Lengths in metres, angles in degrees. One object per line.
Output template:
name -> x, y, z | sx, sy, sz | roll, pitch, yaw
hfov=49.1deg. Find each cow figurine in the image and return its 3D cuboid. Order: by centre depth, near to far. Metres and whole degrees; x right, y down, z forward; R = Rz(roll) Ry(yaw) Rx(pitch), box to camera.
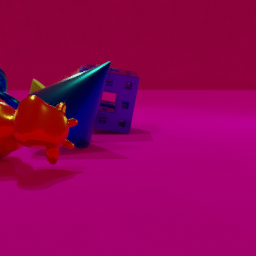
cow figurine -> -1.681, 0.061, 4.082 | 1.669, 0.931, 1.696 | 12, -22, -21

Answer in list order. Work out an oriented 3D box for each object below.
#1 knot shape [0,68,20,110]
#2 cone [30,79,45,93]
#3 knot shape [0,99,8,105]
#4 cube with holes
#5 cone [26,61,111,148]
knot shape -> -4.225, -0.843, 8.210 | 1.826, 1.952, 0.902 | -23, 53, 3
cone -> -2.949, -0.789, 8.965 | 1.094, 1.098, 1.094 | 42, 0, 0
knot shape -> -3.503, -0.565, 6.549 | 1.773, 0.819, 1.659 | -36, -27, 8
cube with holes -> -0.541, -0.804, 7.204 | 1.380, 1.380, 1.380 | 9, 16, -4
cone -> -0.810, -0.668, 5.198 | 1.483, 1.489, 1.483 | 41, 12, -11
